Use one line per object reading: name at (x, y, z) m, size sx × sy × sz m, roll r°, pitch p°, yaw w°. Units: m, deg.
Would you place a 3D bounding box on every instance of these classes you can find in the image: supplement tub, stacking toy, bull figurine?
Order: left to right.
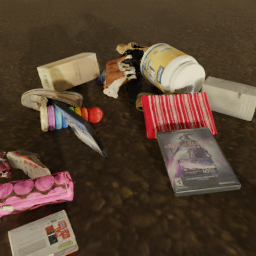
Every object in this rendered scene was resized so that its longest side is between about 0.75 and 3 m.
stacking toy at (-2.251, -0.436, 11.364) m, size 2.446 × 1.044 × 1.044 m, roll -3°, pitch 35°, yaw -16°
bull figurine at (-0.468, -2.643, 13.925) m, size 1.676 × 0.899 × 2.761 m, roll -15°, pitch 45°, yaw 6°
supplement tub at (2.096, -2.715, 13.471) m, size 2.043 × 2.043 × 2.825 m, roll -17°, pitch 38°, yaw -22°

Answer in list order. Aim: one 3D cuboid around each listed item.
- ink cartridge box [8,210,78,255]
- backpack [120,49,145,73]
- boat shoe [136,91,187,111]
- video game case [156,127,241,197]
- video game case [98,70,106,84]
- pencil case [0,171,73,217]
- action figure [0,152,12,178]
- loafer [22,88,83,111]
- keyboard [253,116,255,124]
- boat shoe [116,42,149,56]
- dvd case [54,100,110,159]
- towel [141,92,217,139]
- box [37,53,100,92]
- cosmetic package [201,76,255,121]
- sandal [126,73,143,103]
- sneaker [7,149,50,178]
ink cartridge box at (-2.035, 2.887, 6.845) m, size 1.426 × 0.598 × 1.252 m, roll -16°, pitch 38°, yaw -22°
backpack at (0.360, -3.794, 15.830) m, size 1.437 × 1.090 × 1.722 m, roll 10°, pitch 38°, yaw 10°
boat shoe at (1.562, -1.008, 12.225) m, size 2.451 × 0.882 × 0.833 m, roll -1°, pitch 41°, yaw 11°
video game case at (2.258, 1.022, 9.606) m, size 2.055 × 0.273 × 2.876 m, roll -5°, pitch 40°, yaw -5°
video game case at (-0.831, -2.712, 15.003) m, size 1.273 × 0.289 × 1.153 m, roll 8°, pitch 35°, yaw 11°
pencil case at (-2.672, 1.897, 7.937) m, size 2.241 × 1.017 × 1.050 m, roll -12°, pitch 1°, yaw -13°
action figure at (-4.212, 1.324, 9.251) m, size 1.189 × 0.796 × 0.885 m, roll 31°, pitch 2°, yaw 20°
loafer at (-3.362, -1.132, 12.290) m, size 2.682 × 0.964 × 0.843 m, roll 0°, pitch 42°, yaw -4°
keyboard at (6.208, -0.087, 11.343) m, size 2.094 × 0.269 × 1.258 m, roll 22°, pitch 41°, yaw 30°
boat shoe at (0.349, -5.062, 17.826) m, size 2.601 × 0.839 × 0.927 m, roll 25°, pitch 42°, yaw 31°
dvd case at (-1.505, 0.097, 9.413) m, size 1.594 × 2.235 × 0.196 m, roll 32°, pitch 70°, yaw 31°
towel at (2.006, -0.555, 11.282) m, size 2.811 × 0.316 × 2.033 m, roll -3°, pitch 62°, yaw -3°
box at (-2.902, -2.806, 14.091) m, size 2.824 × 1.341 × 1.098 m, roll -31°, pitch 31°, yaw -34°
cosmetic package at (4.392, -1.322, 12.245) m, size 2.307 × 1.232 × 1.040 m, roll 16°, pitch 38°, yaw 24°
sandal at (0.289, -1.944, 13.831) m, size 0.828 × 0.527 × 2.204 m, roll 4°, pitch 48°, yaw 4°
sneaker at (-3.178, 1.090, 9.326) m, size 1.887 × 0.727 × 0.773 m, roll 21°, pitch 34°, yaw 26°
